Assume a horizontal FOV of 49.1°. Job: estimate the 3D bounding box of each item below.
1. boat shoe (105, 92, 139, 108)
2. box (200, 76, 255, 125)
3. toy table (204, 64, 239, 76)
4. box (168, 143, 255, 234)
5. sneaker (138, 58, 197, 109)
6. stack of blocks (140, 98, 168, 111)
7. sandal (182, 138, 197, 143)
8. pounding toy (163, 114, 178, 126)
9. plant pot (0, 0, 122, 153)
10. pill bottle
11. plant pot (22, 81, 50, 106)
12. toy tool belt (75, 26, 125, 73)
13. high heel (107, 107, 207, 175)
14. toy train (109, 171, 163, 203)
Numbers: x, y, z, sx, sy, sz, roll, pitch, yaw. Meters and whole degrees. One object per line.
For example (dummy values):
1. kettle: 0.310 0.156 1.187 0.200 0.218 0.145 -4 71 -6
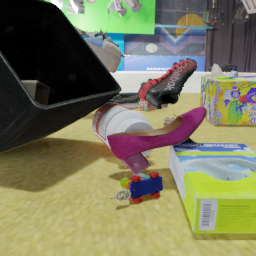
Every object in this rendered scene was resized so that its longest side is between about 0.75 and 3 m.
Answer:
1. boat shoe: -0.470 -1.291 12.058 2.014 0.714 0.726 -4 36 -17
2. box: 3.975 -1.045 9.895 2.385 1.455 2.297 0 15 2
3. toy table: 4.275 -1.950 12.908 1.259 1.976 2.149 17 -17 28
4. box: 1.502 0.762 4.479 1.455 0.569 2.387 1 15 0
5. sneaker: 0.776 -0.727 4.744 1.197 0.423 0.585 -34 66 -15
6. stack of blocks: 1.137 -1.239 11.961 0.419 0.824 1.431 13 19 42
7. sandal: 1.341 0.199 7.142 0.591 0.355 1.574 -1 14 -5
8. pounding toy: 1.496 -0.295 8.927 0.791 0.454 0.452 9 21 32
9. plant pot: -2.424 -1.006 6.343 2.560 2.879 2.886 -41 -7 28
10. pill bottle: -0.110 0.045 6.352 1.033 1.033 1.841 -5 15 -21
11. plant pot: -2.569 -0.523 6.600 1.038 1.171 1.172 8 0 -1
12. toy tool belt: -1.200 -3.011 10.453 2.241 1.399 1.377 27 32 -7
13. high heel: 0.553 -0.016 5.118 1.865 0.896 0.629 -39 10 -8
14. toy train: 0.028 0.905 4.353 0.929 0.393 0.537 -7 5 -27
